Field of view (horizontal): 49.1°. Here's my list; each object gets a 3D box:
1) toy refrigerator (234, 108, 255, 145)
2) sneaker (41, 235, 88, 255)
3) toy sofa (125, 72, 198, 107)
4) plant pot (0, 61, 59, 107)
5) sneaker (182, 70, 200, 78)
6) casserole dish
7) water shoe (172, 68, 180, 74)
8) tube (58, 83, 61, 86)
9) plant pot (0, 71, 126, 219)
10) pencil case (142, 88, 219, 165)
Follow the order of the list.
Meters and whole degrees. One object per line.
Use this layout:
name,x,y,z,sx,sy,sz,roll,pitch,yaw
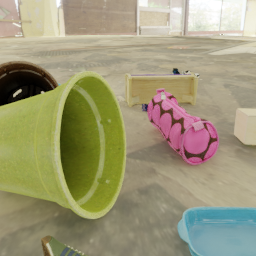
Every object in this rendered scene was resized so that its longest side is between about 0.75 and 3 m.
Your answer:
toy refrigerator,4.674,0.001,8.233,2.721,0.952,1.033,2,16,2
sneaker,-0.788,2.009,4.061,0.579,0.433,1.290,-13,31,-31
toy sofa,1.352,-1.718,11.927,2.975,1.232,1.452,-2,24,-5
plant pot,-2.903,-0.660,7.960,2.054,2.054,2.034,-6,1,-13
sneaker,3.651,-3.111,16.269,1.187,0.475,0.437,-7,22,-19
casserole dish,1.806,1.808,4.571,1.998,0.388,1.210,0,23,1
water shoe,2.922,-3.424,17.082,0.368,0.406,1.029,-5,23,-11
tube,-2.092,-1.095,8.676,0.373,0.573,1.480,8,14,-37
plant pot,-1.667,0.363,5.664,2.469,2.686,2.686,-4,20,21
pencil case,1.440,-0.157,8.053,1.292,1.334,2.848,-7,24,-15
